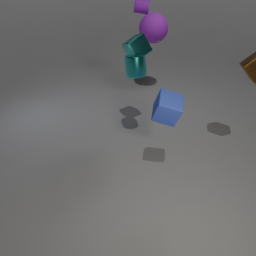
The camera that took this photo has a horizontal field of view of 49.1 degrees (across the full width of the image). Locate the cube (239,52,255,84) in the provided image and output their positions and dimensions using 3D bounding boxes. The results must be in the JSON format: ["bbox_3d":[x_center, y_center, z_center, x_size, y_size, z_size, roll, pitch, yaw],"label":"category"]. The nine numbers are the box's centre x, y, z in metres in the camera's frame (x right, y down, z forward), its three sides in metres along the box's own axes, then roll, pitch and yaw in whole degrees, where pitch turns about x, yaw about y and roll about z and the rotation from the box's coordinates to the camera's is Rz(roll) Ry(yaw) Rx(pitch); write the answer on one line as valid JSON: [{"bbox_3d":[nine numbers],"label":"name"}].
[{"bbox_3d":[4.062,-1.923,8.840,0.700,0.700,0.700,-36,12,23],"label":"cube"}]

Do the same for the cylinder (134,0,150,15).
[{"bbox_3d":[0.670,-5.963,13.674,0.700,0.700,0.700,9,31,-4],"label":"cylinder"}]

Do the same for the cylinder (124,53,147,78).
[{"bbox_3d":[0.259,-2.091,9.407,0.700,0.700,0.700,-5,23,2],"label":"cylinder"}]

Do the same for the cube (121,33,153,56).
[{"bbox_3d":[0.312,-2.859,9.936,0.700,0.700,0.700,-38,22,-8],"label":"cube"}]

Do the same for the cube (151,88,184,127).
[{"bbox_3d":[1.119,-0.576,7.915,0.700,0.700,0.700,17,50,-5],"label":"cube"}]

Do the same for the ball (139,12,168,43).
[{"bbox_3d":[1.230,-4.802,13.467,1.400,1.400,1.400,0,31,0],"label":"ball"}]
